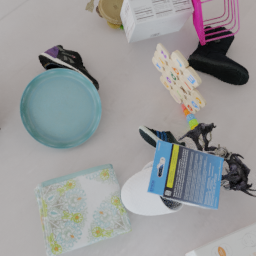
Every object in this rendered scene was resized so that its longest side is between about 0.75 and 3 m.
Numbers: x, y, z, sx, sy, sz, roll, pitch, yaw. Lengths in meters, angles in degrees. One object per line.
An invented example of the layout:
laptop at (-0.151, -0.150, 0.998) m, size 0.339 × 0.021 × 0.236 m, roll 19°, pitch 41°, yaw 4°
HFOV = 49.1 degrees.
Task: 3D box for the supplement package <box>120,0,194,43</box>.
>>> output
supplement package at (1.135, -4.873, 11.881) m, size 2.521 × 1.964 × 1.398 m, roll -16°, pitch 88°, yaw -9°

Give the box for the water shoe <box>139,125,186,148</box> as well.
water shoe at (1.220, 0.382, 10.091) m, size 1.800 × 0.643 × 0.710 m, roll 36°, pitch 64°, yaw 8°

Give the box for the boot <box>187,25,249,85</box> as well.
boot at (4.048, -3.152, 11.692) m, size 2.635 × 1.006 × 2.214 m, roll 25°, pitch 69°, yaw 19°

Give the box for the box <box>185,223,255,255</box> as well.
box at (3.282, 3.784, 7.831) m, size 2.725 × 1.328 × 1.695 m, roll -19°, pitch 63°, yaw -9°

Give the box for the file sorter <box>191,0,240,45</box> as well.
file sorter at (3.436, -4.742, 11.281) m, size 1.501 × 1.664 × 2.394 m, roll -10°, pitch 37°, yaw 12°

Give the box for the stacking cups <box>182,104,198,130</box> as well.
stacking cups at (2.402, -0.357, 10.624) m, size 0.400 × 0.400 × 1.322 m, roll -13°, pitch 58°, yaw -7°

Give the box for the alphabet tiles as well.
alphabet tiles at (1.766, -1.693, 9.852) m, size 0.193 × 2.646 × 2.588 m, roll -35°, pitch 84°, yaw -8°

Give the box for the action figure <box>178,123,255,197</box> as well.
action figure at (2.917, 1.171, 9.072) m, size 2.822 × 1.440 × 1.677 m, roll 53°, pitch 39°, yaw 9°

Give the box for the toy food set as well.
toy food set at (-0.656, -5.379, 12.918) m, size 2.436 × 0.489 × 1.682 m, roll 20°, pitch 70°, yaw -14°

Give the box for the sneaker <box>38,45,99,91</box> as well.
sneaker at (-2.164, -2.564, 11.393) m, size 2.948 × 1.116 × 1.291 m, roll 33°, pitch 62°, yaw 16°

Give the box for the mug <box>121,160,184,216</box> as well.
mug at (0.717, 1.787, 8.719) m, size 1.405 × 1.668 × 1.903 m, roll 43°, pitch 43°, yaw -25°

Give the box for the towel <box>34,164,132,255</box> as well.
towel at (-1.482, 2.537, 8.917) m, size 2.702 × 0.651 × 2.313 m, roll -15°, pitch 66°, yaw -8°

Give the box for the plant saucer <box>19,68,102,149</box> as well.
plant saucer at (-2.385, -0.684, 10.107) m, size 2.867 × 0.393 × 2.867 m, roll 0°, pitch 94°, yaw -6°

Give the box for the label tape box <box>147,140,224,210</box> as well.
label tape box at (1.583, 1.357, 8.024) m, size 2.117 × 0.700 × 1.516 m, roll 15°, pitch 74°, yaw -10°

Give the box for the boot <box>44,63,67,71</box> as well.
boot at (-2.206, -1.438, 10.649) m, size 2.603 × 1.262 × 0.973 m, roll 33°, pitch 67°, yaw 16°
